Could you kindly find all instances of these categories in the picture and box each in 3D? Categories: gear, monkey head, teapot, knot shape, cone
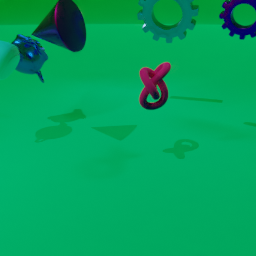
[{"bbox_3d":[1.378,-4.013,9.743,2.070,2.070,0.383,7,45,16],"label":"gear"},{"bbox_3d":[2.893,-2.808,6.958,1.176,1.176,0.217,15,47,32],"label":"gear"},{"bbox_3d":[-3.101,-2.244,8.619,1.758,1.059,1.265,38,11,-23],"label":"monkey head"},{"bbox_3d":[-3.355,-1.824,7.262,0.838,1.064,1.712,35,34,-10],"label":"teapot"},{"bbox_3d":[0.646,-1.053,6.448,0.542,1.174,1.098,16,66,22],"label":"knot shape"},{"bbox_3d":[-1.898,-2.415,6.917,1.262,1.257,1.257,-3,20,24],"label":"cone"}]
